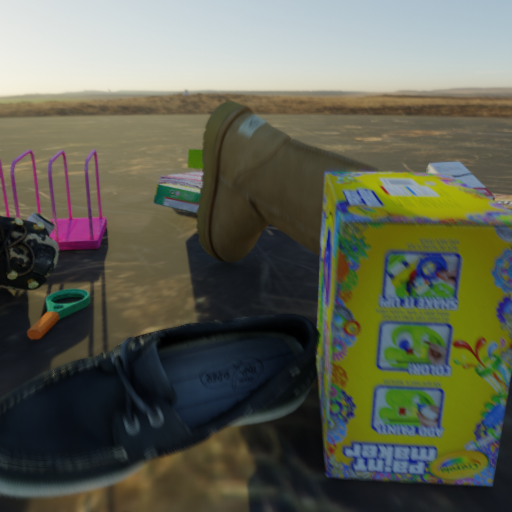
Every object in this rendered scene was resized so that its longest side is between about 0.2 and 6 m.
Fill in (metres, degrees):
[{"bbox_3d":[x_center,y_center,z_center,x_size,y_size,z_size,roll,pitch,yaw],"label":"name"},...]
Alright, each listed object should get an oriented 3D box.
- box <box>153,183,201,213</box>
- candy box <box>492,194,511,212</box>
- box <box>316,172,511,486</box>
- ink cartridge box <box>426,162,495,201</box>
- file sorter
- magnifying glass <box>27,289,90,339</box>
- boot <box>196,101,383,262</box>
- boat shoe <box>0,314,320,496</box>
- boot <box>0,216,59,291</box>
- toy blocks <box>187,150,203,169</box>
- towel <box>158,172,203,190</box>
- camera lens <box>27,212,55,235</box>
[{"bbox_3d":[-1.358,-1.160,11.226,1.062,0.438,1.810,13,10,0],"label":"box"},{"bbox_3d":[5.013,-0.887,11.119,0.862,0.413,1.494,9,19,22],"label":"candy box"},{"bbox_3d":[1.140,0.404,4.515,1.195,1.886,1.958,1,17,3],"label":"box"},{"bbox_3d":[2.860,-0.712,8.024,0.507,0.897,1.223,-5,33,-2],"label":"ink cartridge box"},{"bbox_3d":[-3.942,-1.005,9.658,2.422,1.519,1.683,-3,18,-9],"label":"file sorter"},{"bbox_3d":[-2.370,0.658,6.665,0.520,0.146,1.307,1,18,2],"label":"magnifying glass"},{"bbox_3d":[0.727,-0.233,7.170,3.209,2.810,1.061,31,58,21],"label":"boot"},{"bbox_3d":[-0.639,0.927,4.037,2.637,0.875,0.986,-3,51,-25],"label":"boat shoe"},{"bbox_3d":[-3.246,-0.234,6.359,2.956,1.082,2.225,-8,-16,32],"label":"boot"},{"bbox_3d":[0.320,-1.874,12.972,3.250,1.624,2.222,5,7,13],"label":"toy blocks"},{"bbox_3d":[-1.201,-1.977,14.863,1.698,0.347,2.321,14,20,38],"label":"towel"},{"bbox_3d":[-3.430,-0.394,8.725,0.403,0.504,0.403,37,-2,1],"label":"camera lens"}]
